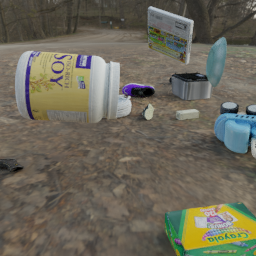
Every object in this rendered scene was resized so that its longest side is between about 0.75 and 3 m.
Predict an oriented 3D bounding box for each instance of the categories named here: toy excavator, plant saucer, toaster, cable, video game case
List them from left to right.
[{"bbox_3d":[-0.788,-1.031,13.402,1.899,0.658,1.899,0,23,1],"label":"cable"},{"bbox_3d":[1.807,-4.072,12.388,2.235,2.034,0.256,32,58,29],"label":"video game case"},{"bbox_3d":[3.766,-2.455,16.142,1.895,1.244,2.096,-7,23,-17],"label":"toaster"},{"bbox_3d":[3.209,-2.444,10.436,0.354,1.837,1.837,6,22,3],"label":"plant saucer"},{"bbox_3d":[4.139,0.414,9.297,2.643,1.358,2.719,8,36,24],"label":"toy excavator"}]

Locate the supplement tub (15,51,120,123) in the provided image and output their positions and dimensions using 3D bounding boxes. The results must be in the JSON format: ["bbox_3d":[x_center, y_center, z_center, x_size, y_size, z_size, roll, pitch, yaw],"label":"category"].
[{"bbox_3d":[-1.556,-1.086,7.699,2.548,1.853,1.853,3,22,-5],"label":"supplement tub"}]

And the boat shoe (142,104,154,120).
[{"bbox_3d":[0.873,-0.673,12.966,0.432,0.459,1.279,-28,18,25],"label":"boat shoe"}]

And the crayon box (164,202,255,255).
[{"bbox_3d":[1.765,2.127,5.666,1.812,0.528,1.076,-4,22,-11],"label":"crayon box"}]

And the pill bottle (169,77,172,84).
[{"bbox_3d":[3.337,-3.348,19.280,1.017,0.569,0.569,-17,28,-35],"label":"pill bottle"}]

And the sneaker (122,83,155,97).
[{"bbox_3d":[0.633,-2.144,16.130,1.935,0.673,0.963,-1,23,-3],"label":"sneaker"}]

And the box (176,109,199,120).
[{"bbox_3d":[2.713,-0.613,12.772,0.977,0.334,0.401,-6,23,-16],"label":"box"}]

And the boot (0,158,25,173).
[{"bbox_3d":[-3.615,1.156,8.449,0.796,0.275,0.693,-13,24,-34],"label":"boot"}]
